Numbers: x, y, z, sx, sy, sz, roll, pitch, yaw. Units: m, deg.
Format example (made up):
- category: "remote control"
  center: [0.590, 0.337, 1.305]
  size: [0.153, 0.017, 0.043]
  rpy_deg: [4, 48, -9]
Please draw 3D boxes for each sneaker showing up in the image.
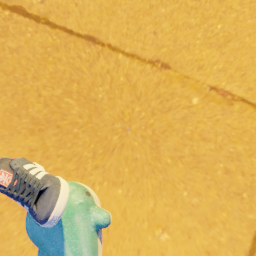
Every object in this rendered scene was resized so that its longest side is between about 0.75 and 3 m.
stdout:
- category: "sneaker"
  center: [-1.657, 0.916, 4.429]
  size: [0.871, 2.062, 0.773]
  rpy_deg: [31, 77, -33]

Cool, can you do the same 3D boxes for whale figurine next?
- category: "whale figurine"
  center: [-1.092, 2.044, 5.097]
  size: [1.781, 1.162, 2.239]
  rpy_deg: [-35, 62, 14]
